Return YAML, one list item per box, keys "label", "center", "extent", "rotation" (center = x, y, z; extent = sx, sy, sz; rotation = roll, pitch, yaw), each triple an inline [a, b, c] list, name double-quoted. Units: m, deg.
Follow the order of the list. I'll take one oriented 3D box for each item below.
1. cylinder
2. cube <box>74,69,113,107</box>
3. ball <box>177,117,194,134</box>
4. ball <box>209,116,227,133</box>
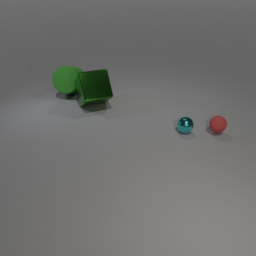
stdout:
- label: "cylinder"
  center: [-3.085, -2.560, 14.881]
  extent: [1.400, 1.400, 1.400]
  rotation: [5, 11, 9]
- label: "cube"
  center: [-1.686, -1.912, 13.566]
  extent: [1.400, 1.400, 1.400]
  rotation: [-12, -3, -20]
- label: "ball"
  center: [2.384, -0.121, 11.629]
  extent: [0.700, 0.700, 0.700]
  rotation: [0, 29, 0]
- label: "ball"
  center: [3.706, -0.163, 11.514]
  extent: [0.700, 0.700, 0.700]
  rotation: [0, 29, 0]
